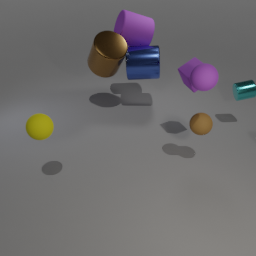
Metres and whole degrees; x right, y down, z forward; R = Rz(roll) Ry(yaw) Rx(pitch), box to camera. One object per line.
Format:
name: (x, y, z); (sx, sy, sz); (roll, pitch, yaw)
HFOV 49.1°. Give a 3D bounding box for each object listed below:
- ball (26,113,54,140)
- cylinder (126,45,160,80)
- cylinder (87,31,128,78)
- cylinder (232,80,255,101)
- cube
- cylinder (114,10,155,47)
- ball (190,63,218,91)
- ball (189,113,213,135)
ball: (-2.297, -0.031, 7.293); (0.700, 0.700, 0.700); (0, 30, 0)
cylinder: (0.655, -2.809, 12.100); (1.400, 1.400, 1.400); (-1, 30, 5)
cylinder: (-0.872, -3.039, 11.635); (1.400, 1.400, 1.400); (7, 67, -17)
cylinder: (4.510, -1.459, 10.868); (0.700, 0.700, 0.700); (-11, 29, 8)
cube: (2.169, -1.733, 9.135); (0.700, 0.700, 0.700); (-34, 43, 3)
cylinder: (0.239, -4.264, 12.261); (1.400, 1.400, 1.400); (9, 26, -22)
ball: (1.948, -1.295, 7.167); (0.700, 0.700, 0.700); (0, 30, 0)
ball: (2.251, -0.125, 8.641); (0.700, 0.700, 0.700); (0, 30, 0)
